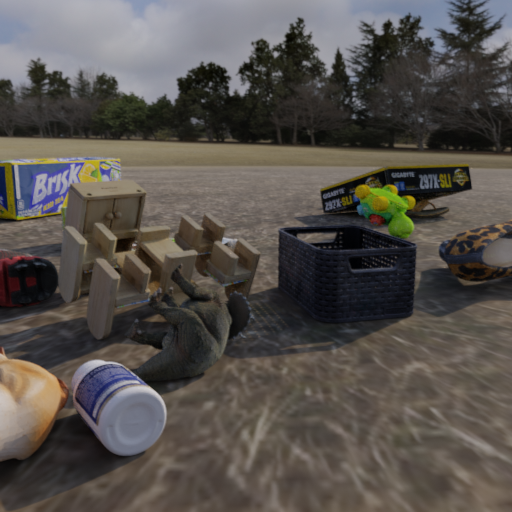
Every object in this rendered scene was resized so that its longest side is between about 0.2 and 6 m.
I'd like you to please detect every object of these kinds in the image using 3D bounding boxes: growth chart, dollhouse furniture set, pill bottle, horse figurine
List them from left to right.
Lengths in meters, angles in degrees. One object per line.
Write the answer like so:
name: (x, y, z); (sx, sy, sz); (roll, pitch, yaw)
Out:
horse figurine: (-1.863, 0.995, 3.372); (1.470, 0.553, 2.217); (16, 10, 17)
pill bottle: (-0.981, 0.991, 3.834); (0.448, 0.448, 0.807); (-8, 13, -34)
dollhouse furniture set: (-1.442, 0.218, 6.759); (1.909, 1.447, 2.178); (-10, 37, -42)
growth chart: (-1.743, -0.158, 10.130); (2.844, 0.252, 2.058); (-9, 13, -41)

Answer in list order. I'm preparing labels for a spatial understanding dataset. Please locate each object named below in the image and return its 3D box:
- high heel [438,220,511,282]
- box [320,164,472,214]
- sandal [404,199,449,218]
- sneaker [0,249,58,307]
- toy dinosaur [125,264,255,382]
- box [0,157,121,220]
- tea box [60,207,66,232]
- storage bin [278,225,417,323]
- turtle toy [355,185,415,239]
high heel: (4.017, -0.177, 7.750); (2.788, 0.996, 1.988); (-12, 1, 13)
box: (3.855, -1.844, 15.483); (3.270, 0.807, 2.611); (-7, -1, -32)
sandal: (4.322, -1.303, 15.146); (1.816, 0.490, 0.729); (1, 11, 4)
sneaker: (-3.432, 0.295, 6.743); (1.891, 0.668, 0.924); (-4, 12, -31)
toy dinosaur: (-0.563, 0.648, 4.934); (0.875, 0.659, 1.712); (34, 31, 3)
box: (-5.751, -2.027, 16.088); (1.397, 1.523, 4.346); (5, 12, 24)
tea box: (-3.138, -0.623, 10.929); (1.114, 0.744, 1.096); (-6, 6, -29)
storage bin: (1.064, 0.156, 7.013); (1.221, 0.847, 1.807); (-3, 12, -15)
turtle toy: (2.766, -0.943, 11.871); (1.108, 0.769, 1.521); (-4, 33, -32)
